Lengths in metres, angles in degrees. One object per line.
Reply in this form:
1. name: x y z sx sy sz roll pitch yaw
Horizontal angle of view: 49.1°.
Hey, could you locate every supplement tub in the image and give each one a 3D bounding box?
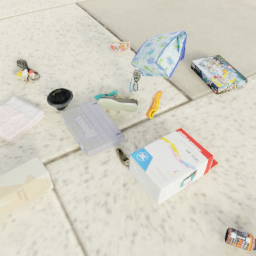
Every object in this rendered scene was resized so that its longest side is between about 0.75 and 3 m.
1. supplement tub: 2.873 2.816 7.033 0.786 0.420 0.420 14 47 14

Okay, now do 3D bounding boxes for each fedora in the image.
1. fedora: -2.572 -1.034 10.733 1.096 0.501 1.096 0 47 0

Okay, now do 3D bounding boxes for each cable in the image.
1. cable: -4.419 -2.599 12.250 0.998 0.517 2.054 -13 47 -13

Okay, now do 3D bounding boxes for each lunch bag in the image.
1. lunch bag: 1.175 -2.687 9.969 1.452 1.088 1.708 16 74 49

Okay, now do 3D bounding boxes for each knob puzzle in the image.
1. knob puzzle: -0.427 -4.031 13.897 1.221 0.169 1.221 0 46 0

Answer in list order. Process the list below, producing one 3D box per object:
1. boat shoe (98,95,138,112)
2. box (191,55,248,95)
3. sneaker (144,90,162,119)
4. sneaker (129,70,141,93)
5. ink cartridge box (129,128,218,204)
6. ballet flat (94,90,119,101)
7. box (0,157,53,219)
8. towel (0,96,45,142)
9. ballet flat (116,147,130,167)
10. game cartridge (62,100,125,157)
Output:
1. boat shoe: -0.364 -0.973 10.650 1.505 0.536 0.453 10 53 -1
2. box: 3.884 -2.345 12.081 1.449 0.400 2.122 -15 48 -14
3. sneaker: 0.958 -0.797 9.613 0.397 1.030 0.376 34 17 35
4. sneaker: 0.215 -1.906 11.427 0.396 0.455 1.011 18 77 -29
5. ink cartridge box: 1.478 0.968 8.519 2.546 0.856 1.479 -26 51 -24
6. ballet flat: -0.836 -1.193 11.011 1.043 0.334 0.395 -16 54 -13
7. box: -3.130 1.697 7.818 1.855 0.881 0.721 -31 53 -25
8. towel: -4.226 -0.390 10.262 1.777 0.286 1.698 26 51 24
9. ballet flat: -0.159 0.921 9.037 0.284 0.195 0.843 -20 49 -18
10. game cartridge: -1.286 -0.037 9.864 1.451 0.430 2.238 -26 51 -18
